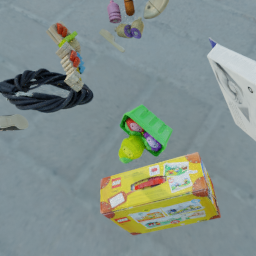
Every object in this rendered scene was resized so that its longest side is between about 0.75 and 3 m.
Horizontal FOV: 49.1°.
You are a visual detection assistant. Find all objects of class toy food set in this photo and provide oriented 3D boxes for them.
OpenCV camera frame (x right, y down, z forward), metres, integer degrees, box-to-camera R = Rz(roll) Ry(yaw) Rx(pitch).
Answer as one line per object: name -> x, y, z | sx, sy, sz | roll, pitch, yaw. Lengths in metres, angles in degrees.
toy food set -> 0.125, -3.156, 7.394 | 1.351, 0.335, 2.126 | 43, 104, 15

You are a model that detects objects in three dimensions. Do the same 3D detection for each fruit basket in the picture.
fruit basket -> 0.206, 0.214, 5.361 | 1.065, 0.768, 1.065 | 4, 67, -10

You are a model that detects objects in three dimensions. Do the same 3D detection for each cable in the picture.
cable -> -1.586, -0.852, 5.949 | 1.714, 0.534, 2.101 | 16, 22, 24

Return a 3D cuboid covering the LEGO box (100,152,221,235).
LEGO box -> 0.647, 1.360, 5.427 | 1.933, 1.440, 0.746 | -18, 49, 17

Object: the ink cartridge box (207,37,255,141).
ink cartridge box -> 2.536, -0.684, 6.214 | 0.468, 2.303, 2.307 | -33, 34, 5

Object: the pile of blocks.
pile of blocks -> -0.917, -1.259, 4.700 | 0.507, 0.384, 1.236 | -21, 92, -38

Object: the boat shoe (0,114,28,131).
boat shoe -> -1.983, -0.085, 4.660 | 0.230, 0.807, 0.270 | -11, 87, 15
